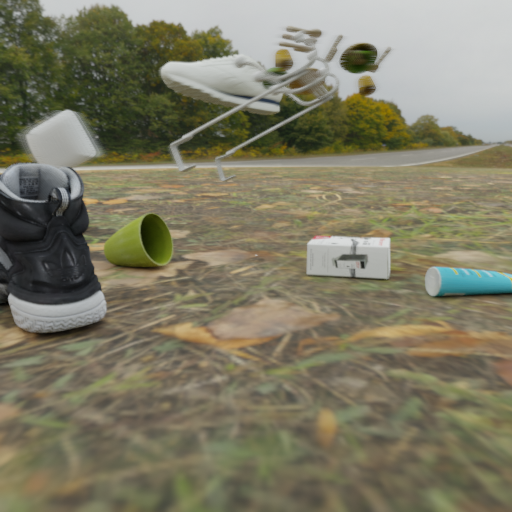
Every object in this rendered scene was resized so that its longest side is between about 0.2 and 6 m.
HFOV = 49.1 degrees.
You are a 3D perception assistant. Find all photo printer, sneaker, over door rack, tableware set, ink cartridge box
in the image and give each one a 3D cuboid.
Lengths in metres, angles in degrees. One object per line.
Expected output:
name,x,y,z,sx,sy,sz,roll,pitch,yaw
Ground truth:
photo printer,-3.745,-2.093,10.626,1.142,0.950,0.397,-21,17,24
sneaker,-3.112,-0.277,7.638,1.309,1.974,3.469,-10,15,-39
over door rack,-0.059,-2.737,10.437,3.104,1.034,2.293,-36,-9,17
tableware set,1.573,-4.177,12.741,2.738,0.420,1.845,3,-28,-21
ink cartridge box,1.628,0.005,9.740,1.371,0.568,1.006,2,11,14
sneaker,-0.809,-4.474,14.103,3.155,1.270,1.205,8,8,-22

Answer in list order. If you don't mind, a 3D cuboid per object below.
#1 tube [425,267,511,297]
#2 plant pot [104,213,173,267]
tube,3.413,0.401,8.437,1.710,0.431,0.662,1,22,-14
plant pot,-2.205,-0.175,10.141,1.031,0.965,0.965,-15,5,25
